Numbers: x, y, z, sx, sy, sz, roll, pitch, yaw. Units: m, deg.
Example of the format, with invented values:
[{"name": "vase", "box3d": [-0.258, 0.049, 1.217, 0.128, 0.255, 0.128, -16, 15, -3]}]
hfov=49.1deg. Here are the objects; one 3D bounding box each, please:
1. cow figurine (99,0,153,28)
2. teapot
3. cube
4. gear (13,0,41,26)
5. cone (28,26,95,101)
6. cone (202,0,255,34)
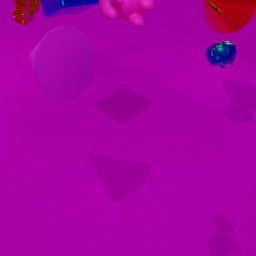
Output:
[{"name": "cow figurine", "box3d": [-0.022, -1.700, 3.630, 0.895, 0.491, 0.880, 0, 50, -34]}, {"name": "teapot", "box3d": [2.616, -1.984, 7.772, 0.839, 0.661, 1.350, -7, -1, 44]}, {"name": "cube", "box3d": [-1.626, -3.731, 7.417, 1.189, 1.189, 1.189, -25, 20, -34]}, {"name": "gear", "box3d": [-3.095, -4.050, 8.896, 0.295, 1.596, 1.596, 29, 44, -10]}, {"name": "cone", "box3d": [-1.681, -1.413, 5.808, 1.418, 1.413, 1.413, 21, 46, 37]}, {"name": "cone", "box3d": [2.466, -3.464, 7.692, 1.670, 1.670, 1.676, 31, 32, 29]}]
